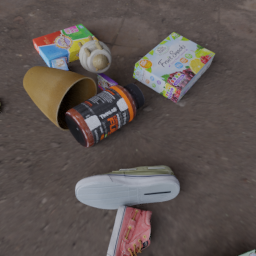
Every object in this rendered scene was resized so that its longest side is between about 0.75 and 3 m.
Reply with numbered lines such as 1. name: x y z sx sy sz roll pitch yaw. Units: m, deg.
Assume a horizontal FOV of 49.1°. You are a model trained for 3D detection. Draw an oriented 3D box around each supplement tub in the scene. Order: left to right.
1. supplement tub: -0.659 -0.522 8.965 2.483 1.328 1.328 -33 58 -24

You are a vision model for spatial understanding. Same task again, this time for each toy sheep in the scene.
1. toy sheep: -1.157 -2.508 9.730 1.205 1.205 1.748 -16 36 -13

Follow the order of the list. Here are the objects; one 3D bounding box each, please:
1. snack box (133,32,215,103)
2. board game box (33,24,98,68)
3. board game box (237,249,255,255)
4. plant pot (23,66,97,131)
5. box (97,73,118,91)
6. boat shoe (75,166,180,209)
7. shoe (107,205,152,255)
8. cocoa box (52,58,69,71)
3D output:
1. snack box: 1.801 -2.418 10.763 1.985 0.739 2.791 33 55 17
2. board game box: -2.625 -3.556 12.056 2.346 0.473 1.795 -27 55 -21
3. board game box: 1.754 3.811 5.426 2.904 0.423 1.954 -10 61 -20
4. plant pot: -2.341 -1.190 9.063 1.980 1.845 1.845 31 57 20
5. box: -0.739 -1.564 10.270 0.190 0.666 0.973 -36 59 -26
6. boat shoe: -0.012 1.559 7.632 2.769 0.997 0.859 0 28 -6
7. shoe: 0.060 2.787 6.610 0.894 0.702 1.965 5 47 10
8. cocoa box: -2.616 -2.259 10.933 0.543 0.534 0.814 -15 52 -12
